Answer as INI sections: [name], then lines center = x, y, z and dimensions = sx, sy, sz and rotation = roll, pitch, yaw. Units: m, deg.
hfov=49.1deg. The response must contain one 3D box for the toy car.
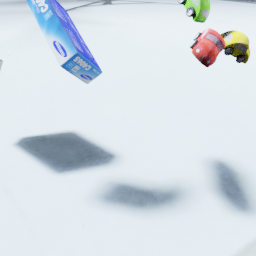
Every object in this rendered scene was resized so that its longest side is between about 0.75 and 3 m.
[toy car]
center = 2.199, -2.877, 7.552
dimensions = 2.781, 0.620, 2.617
rotation = -15, 71, -44

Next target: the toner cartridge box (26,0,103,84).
[toner cartridge box]
center = -1.221, -1.768, 5.257
dimensions = 0.408, 0.897, 1.888
rotation = -36, 66, 13

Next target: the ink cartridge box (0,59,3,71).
[ink cartridge box]
center = -3.827, -1.212, 6.861
dimensions = 0.754, 1.253, 1.724
rotation = 13, 2, -42
